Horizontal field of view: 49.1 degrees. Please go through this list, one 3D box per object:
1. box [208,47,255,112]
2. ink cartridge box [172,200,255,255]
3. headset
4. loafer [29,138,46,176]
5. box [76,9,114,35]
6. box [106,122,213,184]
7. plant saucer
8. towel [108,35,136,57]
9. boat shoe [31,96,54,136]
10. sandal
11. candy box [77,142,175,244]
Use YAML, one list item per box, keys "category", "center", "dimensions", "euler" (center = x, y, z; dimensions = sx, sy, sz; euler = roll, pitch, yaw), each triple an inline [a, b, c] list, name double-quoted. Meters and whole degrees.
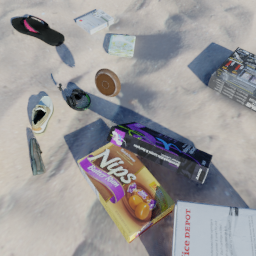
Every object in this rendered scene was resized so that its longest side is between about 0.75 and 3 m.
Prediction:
- category: "box"
  center: [4.884, -1.764, 10.725]
  dimensions: [2.804, 0.698, 2.211]
  euler: [33, 61, 22]
- category: "ink cartridge box"
  center: [2.453, 3.025, 6.775]
  dimensions: [2.726, 1.171, 1.996]
  euler: [4, 51, 11]
- category: "headset"
  center: [-1.993, -1.178, 10.356]
  dimensions: [1.323, 0.622, 0.817]
  euler: [30, 58, 7]
- category: "loafer"
  center: [-2.916, 0.916, 9.013]
  dimensions: [0.409, 0.467, 1.300]
  euler: [-2, 58, -26]
- category: "box"
  center: [-1.554, -5.096, 13.408]
  dimensions: [1.433, 0.295, 1.117]
  euler: [-35, 61, -24]
- category: "box"
  center: [1.040, 0.592, 8.258]
  dimensions: [2.841, 2.031, 0.513]
  euler: [25, 102, 16]
- category: "plant saucer"
  center: [-0.630, -1.286, 8.169]
  dimensions: [0.902, 0.902, 0.155]
  euler: [26, 41, 18]
- category: "towel"
  center: [-0.274, -3.638, 12.350]
  dimensions: [1.125, 0.316, 1.314]
  euler: [6, 54, 1]
- category: "boat shoe"
  center: [-3.028, -0.553, 9.931]
  dimensions: [0.620, 0.567, 1.659]
  euler: [-1, 54, -1]
- category: "sandal"
  center: [-4.138, -4.642, 12.844]
  dimensions: [2.944, 0.663, 1.106]
  euler: [28, 59, 19]
- category: "candy box"
  center: [-0.113, 1.691, 8.184]
  dimensions: [1.579, 0.764, 2.706]
  euler: [-29, 61, -20]
